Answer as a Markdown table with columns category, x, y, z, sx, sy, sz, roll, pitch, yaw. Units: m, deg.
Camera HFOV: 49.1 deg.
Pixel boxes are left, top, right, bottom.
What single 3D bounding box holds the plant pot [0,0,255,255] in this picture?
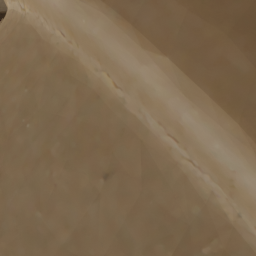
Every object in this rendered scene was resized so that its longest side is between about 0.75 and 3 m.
| category | x | y | z | sx | sy | sz | roll | pitch | yaw |
| --- | --- | --- | --- | --- | --- | --- | --- | --- | --- |
| plant pot | -0.319 | 0.630 | 1.737 | 2.335 | 2.678 | 2.678 | -42 | 38 | -7 |
